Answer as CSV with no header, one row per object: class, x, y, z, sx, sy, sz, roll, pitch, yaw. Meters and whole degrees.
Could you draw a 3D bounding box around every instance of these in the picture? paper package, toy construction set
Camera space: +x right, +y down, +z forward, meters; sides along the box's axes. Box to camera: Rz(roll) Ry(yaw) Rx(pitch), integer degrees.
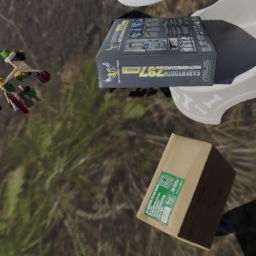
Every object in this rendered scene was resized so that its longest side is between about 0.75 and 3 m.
paper package,1.081,1.105,4.839,0.810,1.492,1.565,13,71,42
toy construction set,-2.390,-1.016,5.908,1.180,1.415,1.087,-36,122,7

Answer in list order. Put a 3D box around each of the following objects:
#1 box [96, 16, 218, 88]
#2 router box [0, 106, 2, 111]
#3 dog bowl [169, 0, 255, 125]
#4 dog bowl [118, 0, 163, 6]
box,0.492,-1.424,4.946,1.751,0.566,2.220,0,34,5
router box,-2.846,-0.556,4.995,1.003,0.789,0.262,34,85,-9
dog bowl,1.973,-1.505,5.394,2.930,0.859,2.930,-24,45,26
dog bowl,0.490,-3.472,5.392,2.177,0.858,2.177,-14,56,22
